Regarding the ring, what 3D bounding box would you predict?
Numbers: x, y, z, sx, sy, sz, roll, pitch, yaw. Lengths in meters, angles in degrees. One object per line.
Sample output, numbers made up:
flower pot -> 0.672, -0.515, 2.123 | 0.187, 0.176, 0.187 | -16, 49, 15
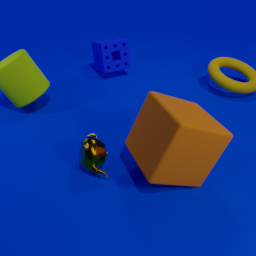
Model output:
ring -> 3.400, -1.714, 8.996 | 1.715, 0.343, 1.715 | 8, 45, -8

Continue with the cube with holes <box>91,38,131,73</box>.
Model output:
cube with holes -> -0.609, -2.604, 9.974 | 1.001, 1.001, 1.001 | -16, 25, -21

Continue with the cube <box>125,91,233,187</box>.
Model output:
cube -> 0.931, 0.231, 5.542 | 1.296, 1.296, 1.296 | 10, 27, -30

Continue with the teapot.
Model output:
teapot -> -0.705, 0.573, 5.970 | 0.575, 0.730, 1.174 | 3, 46, -22

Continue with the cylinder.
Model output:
cylinder -> -3.001, -1.369, 7.782 | 1.171, 1.171, 1.171 | -24, 31, 16
